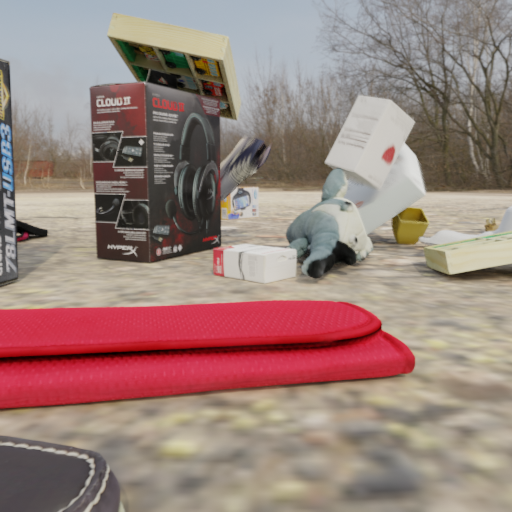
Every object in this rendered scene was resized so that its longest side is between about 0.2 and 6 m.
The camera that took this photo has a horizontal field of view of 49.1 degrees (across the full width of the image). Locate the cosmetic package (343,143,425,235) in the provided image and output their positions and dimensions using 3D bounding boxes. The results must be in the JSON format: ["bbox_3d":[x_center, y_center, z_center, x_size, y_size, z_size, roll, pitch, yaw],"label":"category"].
[{"bbox_3d":[2.653,-1.438,12.131,1.768,0.606,2.344,-39,15,26],"label":"cosmetic package"}]

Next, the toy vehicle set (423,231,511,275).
[{"bbox_3d":[3.899,-0.169,8.311,2.499,0.331,1.553,-11,2,5],"label":"toy vehicle set"}]

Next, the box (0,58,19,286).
[{"bbox_3d":[-4.829,-1.133,7.607,3.045,3.068,0.762,2,8,11],"label":"box"}]

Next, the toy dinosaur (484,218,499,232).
[{"bbox_3d":[6.144,-0.638,13.011,1.507,0.867,2.980,-14,-2,12],"label":"toy dinosaur"}]

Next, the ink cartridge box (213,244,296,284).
[{"bbox_3d":[-0.021,0.101,8.251,1.028,0.426,0.754,7,11,42],"label":"ink cartridge box"}]

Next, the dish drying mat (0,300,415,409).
[{"bbox_3d":[-1.283,0.663,4.388,4.643,0.423,1.783,-2,7,-11],"label":"dish drying mat"}]

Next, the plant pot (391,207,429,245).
[{"bbox_3d":[3.240,-0.613,12.013,0.640,0.659,0.645,5,35,-4],"label":"plant pot"}]

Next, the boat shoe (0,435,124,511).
[{"bbox_3d":[-1.838,0.790,1.858,2.771,0.898,0.997,0,8,1],"label":"boat shoe"}]

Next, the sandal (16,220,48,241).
[{"bbox_3d":[-5.543,-0.506,12.480,0.983,0.590,2.619,7,-5,12],"label":"sandal"}]

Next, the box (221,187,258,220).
[{"bbox_3d":[-0.480,-1.824,19.278,0.372,1.067,1.792,7,11,44],"label":"box"}]

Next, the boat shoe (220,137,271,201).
[{"bbox_3d":[-0.344,-1.822,11.752,0.598,1.601,0.743,38,-12,-35],"label":"boat shoe"}]

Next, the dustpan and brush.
[{"bbox_3d":[5.032,-0.404,10.632,3.736,1.069,2.608,12,9,28],"label":"dustpan and brush"}]

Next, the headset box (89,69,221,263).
[{"bbox_3d":[-1.777,-1.705,10.520,1.289,3.337,2.483,5,9,26],"label":"headset box"}]

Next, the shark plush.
[{"bbox_3d":[1.112,-0.088,9.320,1.512,1.650,3.631,-21,23,13],"label":"shark plush"}]

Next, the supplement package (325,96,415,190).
[{"bbox_3d":[2.166,-2.157,10.697,0.887,1.463,0.876,24,4,-40],"label":"supplement package"}]

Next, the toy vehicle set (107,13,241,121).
[{"bbox_3d":[-1.434,-3.594,11.064,2.049,0.437,3.298,13,-3,3],"label":"toy vehicle set"}]
